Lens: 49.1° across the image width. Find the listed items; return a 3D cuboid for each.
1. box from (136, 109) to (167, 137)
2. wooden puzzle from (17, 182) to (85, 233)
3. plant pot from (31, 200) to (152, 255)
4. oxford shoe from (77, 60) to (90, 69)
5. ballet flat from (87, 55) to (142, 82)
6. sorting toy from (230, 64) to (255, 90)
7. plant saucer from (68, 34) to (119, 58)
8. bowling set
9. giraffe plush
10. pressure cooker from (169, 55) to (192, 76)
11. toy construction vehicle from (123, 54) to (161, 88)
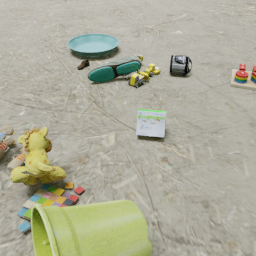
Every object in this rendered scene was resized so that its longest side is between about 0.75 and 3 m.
[{"bbox_3d":[0.794,-0.164,9.474,0.964,0.850,0.466,4,12,9],"label":"box"},{"bbox_3d":[-2.040,1.978,7.262,1.130,0.134,1.905,13,34,21],"label":"wooden puzzle"},{"bbox_3d":[-0.696,2.351,5.588,1.970,2.142,2.142,-7,36,-29],"label":"plant pot"},{"bbox_3d":[-2.260,-3.193,13.993,0.304,0.354,0.838,22,44,24],"label":"oxford shoe"},{"bbox_3d":[-0.631,-2.717,12.769,2.518,0.848,0.802,-15,44,-2],"label":"ballet flat"},{"bbox_3d":[5.569,-2.355,12.714,1.594,0.555,1.584,12,39,15],"label":"sorting toy"},{"bbox_3d":[-1.913,-4.557,15.648,2.833,0.509,2.833,0,38,0],"label":"plant saucer"},{"bbox_3d":[-4.044,0.254,8.525,2.324,1.617,1.247,13,38,11],"label":"bowling set"},{"bbox_3d":[-2.426,0.709,7.400,1.370,1.588,1.288,-8,68,-5],"label":"giraffe plush"},{"bbox_3d":[2.510,-2.989,13.268,1.039,0.914,0.928,7,21,7],"label":"pressure cooker"},{"bbox_3d":[0.452,-2.795,13.157,1.772,0.717,2.036,31,47,34],"label":"toy construction vehicle"}]
